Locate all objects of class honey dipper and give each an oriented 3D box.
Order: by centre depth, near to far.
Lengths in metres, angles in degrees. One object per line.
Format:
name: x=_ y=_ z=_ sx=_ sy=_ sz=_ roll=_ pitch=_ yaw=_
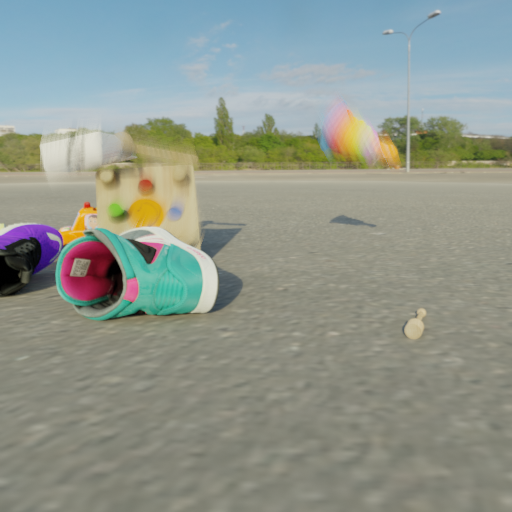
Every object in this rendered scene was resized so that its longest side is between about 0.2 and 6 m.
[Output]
honey dipper: x=1.982 y=0.791 z=6.887 sx=0.200 sy=0.200 sz=1.055 roll=4 pitch=9 yaw=20

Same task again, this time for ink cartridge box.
ink cartridge box: x=-3.048 y=-1.917 z=10.277 sx=1.472 sy=0.491 sz=0.853 roll=-9 pitch=5 yaw=13

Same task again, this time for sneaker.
sneaker: x=-1.961 y=0.172 z=7.805 sx=1.728 sy=1.196 sz=2.861 roll=5 pitch=7 yaw=-37
sneaker: x=-3.869 y=0.156 z=8.777 sx=1.342 sy=0.938 sz=2.698 roll=12 pitch=18 yaw=26

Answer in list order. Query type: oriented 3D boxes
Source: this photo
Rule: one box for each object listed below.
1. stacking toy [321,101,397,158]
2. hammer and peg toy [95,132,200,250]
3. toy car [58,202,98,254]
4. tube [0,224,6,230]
stacking toy: x=2.088 y=-2.305 z=11.069 sx=1.522 sy=0.883 sz=0.835 roll=29 pitch=-24 yaw=19
hammer and peg toy: x=-2.068 y=-1.191 z=10.821 sx=1.993 sy=2.709 sz=0.955 roll=-4 pitch=-12 yaw=-6
toy car: x=-3.399 y=-0.746 z=12.855 sx=1.704 sy=1.156 sz=3.474 roll=1 pitch=11 yaw=4
tube: x=-7.201 y=-0.583 z=14.366 sx=1.448 sy=0.420 sz=0.376 roll=-5 pitch=55 yaw=-16
